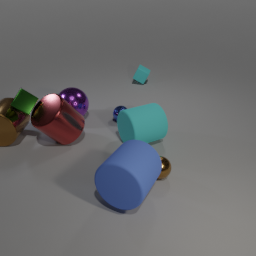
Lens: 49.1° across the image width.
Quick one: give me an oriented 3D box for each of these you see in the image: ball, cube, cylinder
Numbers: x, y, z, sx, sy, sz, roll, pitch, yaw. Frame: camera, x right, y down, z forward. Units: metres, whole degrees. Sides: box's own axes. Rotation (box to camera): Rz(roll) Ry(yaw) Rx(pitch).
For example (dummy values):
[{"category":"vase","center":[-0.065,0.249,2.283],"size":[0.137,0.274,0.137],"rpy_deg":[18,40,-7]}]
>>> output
[{"category":"ball","center":[0.988,1.215,8.634],"size":[0.700,0.700,0.700],"rpy_deg":[0,30,0]},{"category":"ball","center":[-2.373,-1.033,11.946],"size":[1.400,1.400,1.400],"rpy_deg":[0,30,0]},{"category":"cube","center":[0.772,-3.042,15.859],"size":[0.700,0.700,0.700],"rpy_deg":[28,32,-5]},{"category":"cylinder","center":[-2.523,-0.298,10.161],"size":[1.400,1.400,1.400],"rpy_deg":[-15,55,22]},{"category":"ball","center":[-0.300,-0.608,11.946],"size":[0.700,0.700,0.700],"rpy_deg":[0,30,0]},{"category":"cube","center":[-3.735,-0.907,10.047],"size":[0.700,0.700,0.700],"rpy_deg":[32,-16,-22]},{"category":"cylinder","center":[0.515,-0.109,10.328],"size":[1.400,1.400,1.400],"rpy_deg":[-15,33,-25]},{"category":"cylinder","center":[-4.617,-0.244,10.562],"size":[1.400,1.400,1.400],"rpy_deg":[2,30,3]},{"category":"cylinder","center":[0.034,1.224,7.568],"size":[1.400,1.400,1.400],"rpy_deg":[13,29,22]}]
